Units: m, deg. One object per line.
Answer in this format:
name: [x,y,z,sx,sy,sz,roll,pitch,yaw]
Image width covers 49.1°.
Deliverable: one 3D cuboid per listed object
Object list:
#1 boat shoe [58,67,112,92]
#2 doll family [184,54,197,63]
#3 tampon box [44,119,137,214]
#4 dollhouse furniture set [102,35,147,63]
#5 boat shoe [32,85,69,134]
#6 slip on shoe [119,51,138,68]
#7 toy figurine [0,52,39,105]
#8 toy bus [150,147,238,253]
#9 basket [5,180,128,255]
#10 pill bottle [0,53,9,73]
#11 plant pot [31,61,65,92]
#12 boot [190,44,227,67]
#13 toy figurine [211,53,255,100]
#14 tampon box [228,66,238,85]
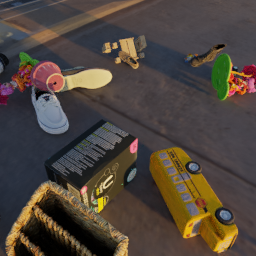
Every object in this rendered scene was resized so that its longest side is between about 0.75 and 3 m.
boat shoe: [-1.998,-2.141,11.739,2.601,0.926,0.814,-11,41,-5]
doll family: [3.126,-3.374,13.421,0.834,0.376,0.517,14,44,14]
tampon box: [-0.890,1.117,7.584,1.345,1.596,2.130,29,50,28]
dollhouse furniture set: [-0.156,-3.705,13.564,2.010,1.042,0.890,-16,5,-16]
boat shoe: [-2.986,-0.811,10.218,0.993,0.882,2.699,-23,47,-26]
slip on shoe: [0.024,-3.201,12.947,1.109,0.336,0.422,45,82,7]
toy figurine: [-4.309,-1.682,10.771,2.026,1.652,2.201,-43,31,-22]
toy bus: [1.603,1.796,7.345,1.118,0.930,2.856,-13,44,-13]
basket: [-1.391,2.627,5.780,2.461,1.833,1.756,30,50,27]
pill bottle: [-5.984,-2.716,12.390,0.801,0.801,1.433,14,44,15]
plant pot: [-2.783,-1.764,10.013,1.077,1.077,0.964,-28,42,-27]
boot: [2.508,-2.336,8.821,0.992,0.863,0.343,-23,84,-11]
toy figurine: [4.585,-1.961,11.379,1.805,1.472,1.961,5,68,-10]
tampon box: [4.359,-2.276,12.111,0.623,0.525,0.831,14,44,15]
